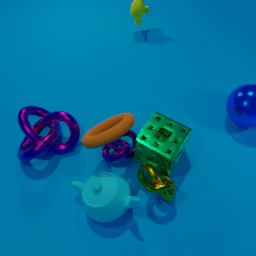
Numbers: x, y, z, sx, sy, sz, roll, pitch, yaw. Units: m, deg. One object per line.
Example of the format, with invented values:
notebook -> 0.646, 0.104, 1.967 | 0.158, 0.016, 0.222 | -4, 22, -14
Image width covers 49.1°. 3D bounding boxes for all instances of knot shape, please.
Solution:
knot shape -> 0.782, 1.362, 6.749 | 0.525, 1.063, 1.136 | -59, 33, -4
knot shape -> -0.278, 0.474, 7.337 | 1.186, 0.548, 1.110 | 19, 36, -5
knot shape -> -2.123, 0.121, 7.559 | 1.663, 0.821, 1.777 | 0, 59, 0

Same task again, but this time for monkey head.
monkey head -> 0.461, -4.227, 10.007 | 0.779, 1.083, 0.653 | 0, 27, -19

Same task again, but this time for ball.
ball -> 3.390, -0.619, 7.838 | 1.229, 1.229, 1.229 | 0, 56, 0

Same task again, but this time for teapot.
teapot -> -0.500, 1.520, 6.415 | 1.879, 0.920, 1.168 | 8, 58, 27

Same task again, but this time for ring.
ring -> -0.456, 0.052, 6.514 | 1.357, 1.357, 0.271 | -33, 105, -20

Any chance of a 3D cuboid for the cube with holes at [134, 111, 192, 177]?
cube with holes -> 0.868, 0.440, 7.234 | 1.039, 1.039, 1.039 | 28, 61, 18
